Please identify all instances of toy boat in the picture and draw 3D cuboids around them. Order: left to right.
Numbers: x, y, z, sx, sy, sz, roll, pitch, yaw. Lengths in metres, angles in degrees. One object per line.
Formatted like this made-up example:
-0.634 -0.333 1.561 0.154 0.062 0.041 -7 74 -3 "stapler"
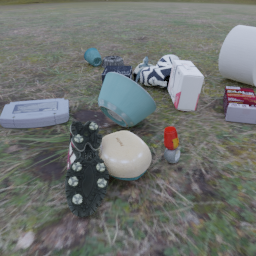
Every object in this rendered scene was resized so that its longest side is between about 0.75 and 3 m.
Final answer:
0.353 0.727 7.597 2.292 1.065 1.926 -15 28 -9 "toy boat"

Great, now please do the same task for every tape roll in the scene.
5.648 -3.339 12.957 2.533 2.533 1.739 -24 37 -35 "tape roll"

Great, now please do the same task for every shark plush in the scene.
0.817 -2.763 13.814 0.910 0.993 2.185 37 32 2 "shark plush"

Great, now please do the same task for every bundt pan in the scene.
-0.838 -3.710 15.629 1.306 0.490 1.306 0 29 0 "bundt pan"

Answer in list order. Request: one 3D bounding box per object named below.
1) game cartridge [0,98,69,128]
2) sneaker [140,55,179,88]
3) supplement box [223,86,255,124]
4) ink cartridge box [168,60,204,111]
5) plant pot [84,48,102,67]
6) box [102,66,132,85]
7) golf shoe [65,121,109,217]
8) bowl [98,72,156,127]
-3.339 -0.546 10.225 2.339 0.486 1.557 -5 35 -9 "game cartridge"
2.027 -2.577 13.098 1.741 1.068 2.676 26 39 35 "sneaker"
4.271 -0.926 10.664 1.118 0.625 2.054 7 29 11 "supplement box"
2.244 -1.749 11.235 0.813 1.439 1.964 4 29 -6 "ink cartridge box"
-1.886 -3.889 15.656 0.888 0.888 0.834 -16 49 -26 "plant pot"
-0.480 -2.331 12.922 1.254 0.791 1.276 3 30 6 "box"
-1.076 1.052 7.031 0.999 1.139 2.587 8 51 -15 "golf shoe"
-0.192 -0.789 9.396 2.063 2.063 1.079 25 73 36 "bowl"
